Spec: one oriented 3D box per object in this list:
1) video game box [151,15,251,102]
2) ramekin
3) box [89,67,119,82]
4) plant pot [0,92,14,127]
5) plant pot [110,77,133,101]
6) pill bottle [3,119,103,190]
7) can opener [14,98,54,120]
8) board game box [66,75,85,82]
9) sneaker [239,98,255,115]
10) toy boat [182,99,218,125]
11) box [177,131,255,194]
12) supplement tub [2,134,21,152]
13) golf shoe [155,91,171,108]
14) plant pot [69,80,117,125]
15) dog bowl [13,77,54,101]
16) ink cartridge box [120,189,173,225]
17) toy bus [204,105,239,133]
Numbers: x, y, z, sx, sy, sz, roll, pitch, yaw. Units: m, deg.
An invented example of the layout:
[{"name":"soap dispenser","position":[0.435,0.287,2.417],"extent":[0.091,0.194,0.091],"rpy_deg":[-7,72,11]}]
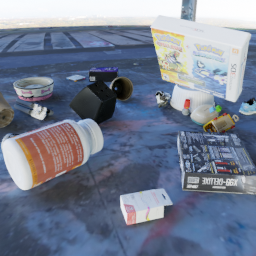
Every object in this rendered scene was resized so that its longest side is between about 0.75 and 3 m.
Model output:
[{"name":"video game box","position":[1.831,-1.747,7.235],"extent":[2.294,2.090,0.537],"rpy_deg":[23,68,27]},{"name":"ramekin","position":[3.238,-1.630,13.984],"extent":[2.202,1.025,2.202],"rpy_deg":[-1,26,0]},{"name":"box","position":[-1.552,-3.487,18.155],"extent":[1.830,0.722,1.292],"rpy_deg":[0,24,0]},{"name":"plant pot","position":[-5.700,-0.779,11.894],"extent":[1.426,1.643,1.643],"rpy_deg":[30,36,20]},{"name":"plant pot","position":[-0.480,-2.112,14.983],"extent":[1.239,1.239,1.075],"rpy_deg":[-11,13,-20]},{"name":"pill bottle","position":[-2.217,0.662,8.731],"extent":[2.799,1.570,1.570],"rpy_deg":[-22,34,-37]},{"name":"can opener","position":[-4.481,-0.865,13.142],"extent":[2.252,0.593,0.748],"rpy_deg":[18,-3,30]},{"name":"board game box","position":[-3.412,-3.265,18.350],"extent":[0.913,0.118,0.913],"rpy_deg":[19,31,34]},{"name":"sneaker","position":[6.038,-1.079,13.209],"extent":[1.614,0.726,0.632],"rpy_deg":[-11,28,-21]},{"name":"toy boat","position":[3.152,-0.660,12.493],"extent":[1.421,0.786,1.691],"rpy_deg":[-26,44,-34]},{"name":"box","position":[2.744,0.983,9.071],"extent":[2.121,0.669,2.690],"rpy_deg":[2,26,5]},{"name":"supplement tub","position":[-3.577,0.629,9.664],"extent":[1.293,0.792,0.792],"rpy_deg":[4,27,9]},{"name":"golf shoe","position":[1.770,-1.623,14.192],"extent":[0.608,0.739,1.563],"rpy_deg":[-22,17,22]},{"name":"plant pot","position":[-1.353,-1.137,12.014],"extent":[1.498,1.329,1.495],"rpy_deg":[46,42,11]},{"name":"dog bowl","position":[-5.096,-2.133,15.310],"extent":[2.108,0.777,2.108],"rpy_deg":[-1,26,0]},{"name":"ink cartridge box","position":[0.473,2.015,7.279],"extent":[1.223,0.413,0.712],"rpy_deg":[-8,27,-12]},{"name":"toy bus","position":[3.678,-0.093,11.238],"extent":[1.380,0.713,1.302],"rpy_deg":[26,55,-15]}]
